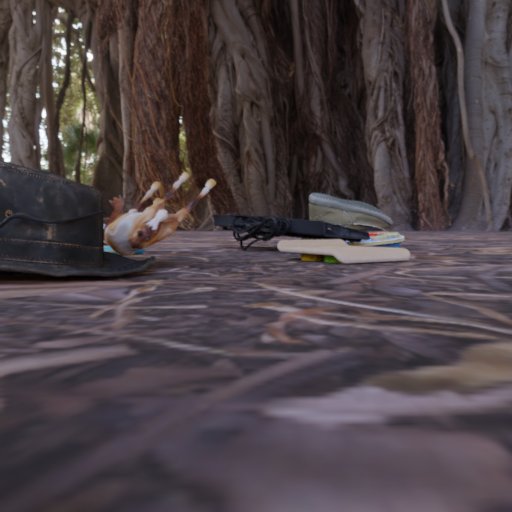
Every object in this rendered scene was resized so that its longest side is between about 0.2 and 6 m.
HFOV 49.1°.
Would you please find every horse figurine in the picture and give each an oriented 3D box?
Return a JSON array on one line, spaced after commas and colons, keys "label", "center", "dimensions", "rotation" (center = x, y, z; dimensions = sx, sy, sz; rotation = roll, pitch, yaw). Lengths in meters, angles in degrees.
[{"label": "horse figurine", "center": [-1.712, -0.555, 8.566], "dimensions": [2.514, 0.628, 1.666], "rotation": [-6, 40, 49]}]

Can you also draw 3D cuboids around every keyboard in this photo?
[{"label": "keyboard", "center": [0.411, -0.445, 13.212], "dimensions": [2.240, 0.853, 4.304], "rotation": [9, -1, -36]}]

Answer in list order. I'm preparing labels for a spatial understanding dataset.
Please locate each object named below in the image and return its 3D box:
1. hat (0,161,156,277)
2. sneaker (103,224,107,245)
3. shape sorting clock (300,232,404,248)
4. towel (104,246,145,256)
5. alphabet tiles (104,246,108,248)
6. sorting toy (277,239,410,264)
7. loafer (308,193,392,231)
[{"label": "hat", "center": [-3.059, -0.474, 7.157], "dimensions": [3.556, 1.435, 3.556], "rotation": [0, 4, 0]}, {"label": "sneaker", "center": [-4.494, -0.677, 16.399], "dimensions": [0.891, 0.769, 2.032], "rotation": [1, 4, 15]}, {"label": "shape sorting clock", "center": [2.326, -0.413, 13.923], "dimensions": [2.627, 0.515, 2.627], "rotation": [0, 3, 0]}, {"label": "towel", "center": [-3.195, -0.086, 11.290], "dimensions": [1.160, 0.172, 1.581], "rotation": [1, 4, 36]}, {"label": "alphabet tiles", "center": [-4.476, -0.172, 13.559], "dimensions": [1.874, 0.071, 2.252], "rotation": [3, 4, 45]}, {"label": "sorting toy", "center": [1.484, -0.039, 9.719], "dimensions": [1.633, 0.322, 1.764], "rotation": [-2, 8, -32]}, {"label": "loafer", "center": [2.424, -1.020, 14.781], "dimensions": [2.376, 0.828, 0.893], "rotation": [13, 19, -11]}]
